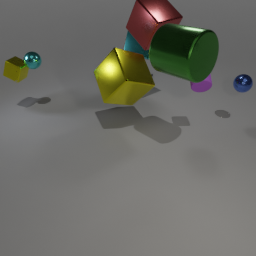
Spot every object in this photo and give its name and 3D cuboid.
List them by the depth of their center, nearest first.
[{"bbox_3d":[1.553,-2.110,7.830,1.400,1.400,1.400,-25,38,-35],"label":"cylinder"},{"bbox_3d":[2.466,-1.692,9.547,0.700,0.700,0.700,0,62,0],"label":"cylinder"},{"bbox_3d":[-0.150,-1.781,10.042,1.400,1.400,1.400,1,62,-42],"label":"cube"},{"bbox_3d":[4.362,-1.693,10.633,0.700,0.700,0.700,0,31,0],"label":"ball"},{"bbox_3d":[1.014,-4.206,11.154,1.400,1.400,1.400,-26,71,-32],"label":"cube"},{"bbox_3d":[-3.839,-2.717,11.266,0.700,0.700,0.700,0,31,0],"label":"ball"},{"bbox_3d":[-4.580,-2.408,11.507,0.700,0.700,0.700,27,34,0],"label":"cube"},{"bbox_3d":[0.772,-4.223,13.792,1.400,1.400,1.400,19,20,17],"label":"cube"}]
